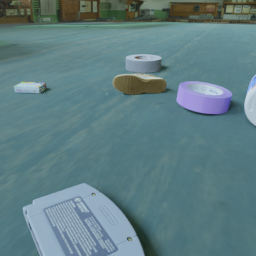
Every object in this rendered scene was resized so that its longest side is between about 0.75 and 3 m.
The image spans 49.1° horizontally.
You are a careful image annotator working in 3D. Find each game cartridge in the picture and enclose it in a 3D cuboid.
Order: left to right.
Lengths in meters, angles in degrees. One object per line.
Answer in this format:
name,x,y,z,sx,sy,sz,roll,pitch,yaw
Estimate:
game cartridge,-0.659,1.561,4.133,1.304,0.407,1.959,-10,26,-30

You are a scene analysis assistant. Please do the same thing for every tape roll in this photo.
tape roll,0.797,-3.325,14.378,1.834,0.606,1.834,0,24,0
tape roll,2.510,-1.040,9.299,1.709,0.561,1.709,5,25,-2

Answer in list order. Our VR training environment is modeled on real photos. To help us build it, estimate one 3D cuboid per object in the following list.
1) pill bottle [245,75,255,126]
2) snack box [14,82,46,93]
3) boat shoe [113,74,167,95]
pill bottle,4.345,-1.018,8.432,1.415,1.415,2.524,11,28,22
snack box,-3.842,-1.600,11.050,1.012,0.268,0.720,3,25,6
boat shoe,0.404,-1.721,10.832,2.095,0.772,0.725,4,21,-14
